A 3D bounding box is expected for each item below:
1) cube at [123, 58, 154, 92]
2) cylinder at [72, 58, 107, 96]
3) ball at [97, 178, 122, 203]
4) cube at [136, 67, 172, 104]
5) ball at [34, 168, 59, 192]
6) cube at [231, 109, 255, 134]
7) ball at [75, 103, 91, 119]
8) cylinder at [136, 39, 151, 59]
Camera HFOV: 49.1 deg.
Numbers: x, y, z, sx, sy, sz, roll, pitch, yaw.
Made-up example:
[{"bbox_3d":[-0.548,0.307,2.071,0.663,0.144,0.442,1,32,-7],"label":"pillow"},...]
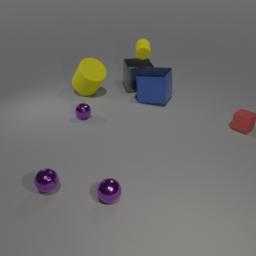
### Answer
[{"bbox_3d":[0.532,-2.886,15.188,1.400,1.400,1.400,-4,33,-9],"label":"cube"},{"bbox_3d":[-1.978,-2.579,14.206,1.400,1.400,1.400,12,61,-23],"label":"cylinder"},{"bbox_3d":[-0.529,1.769,7.930,0.700,0.700,0.700,0,30,0],"label":"ball"},{"bbox_3d":[1.328,-2.114,13.771,1.400,1.400,1.400,6,29,22],"label":"cube"},{"bbox_3d":[-2.375,1.522,8.175,0.700,0.700,0.700,0,30,0],"label":"ball"},{"bbox_3d":[4.744,-0.290,11.449,0.700,0.700,0.700,25,35,37],"label":"cube"},{"bbox_3d":[-1.968,-0.752,12.296,0.700,0.700,0.700,0,30,0],"label":"ball"},{"bbox_3d":[0.722,-3.792,13.475,0.700,0.700,0.700,0,52,0],"label":"cylinder"}]
